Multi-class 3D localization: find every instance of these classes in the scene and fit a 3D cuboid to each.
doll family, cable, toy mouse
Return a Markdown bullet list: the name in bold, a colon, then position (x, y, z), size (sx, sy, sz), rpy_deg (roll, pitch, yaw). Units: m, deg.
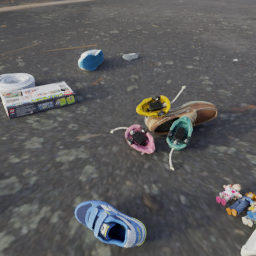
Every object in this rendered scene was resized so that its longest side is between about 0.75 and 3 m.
- **doll family**: position (2.689, 1.732, 6.259), size (0.820, 0.595, 1.321), rpy_deg (-25, 22, -25)
- **cable**: position (-4.702, -1.772, 11.627), size (1.639, 0.567, 1.639), rpy_deg (-17, 37, -27)
- **toy mouse**: position (0.913, 0.213, 8.210), size (2.649, 0.513, 2.355), rpy_deg (-19, 65, -4)

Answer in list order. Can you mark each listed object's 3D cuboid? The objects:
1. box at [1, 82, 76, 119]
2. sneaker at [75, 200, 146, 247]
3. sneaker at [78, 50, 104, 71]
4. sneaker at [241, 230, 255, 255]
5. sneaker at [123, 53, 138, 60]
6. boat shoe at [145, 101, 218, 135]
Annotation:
- **box**: position (-3.408, -1.121, 10.709), size (2.499, 0.434, 1.375), rpy_deg (-16, 36, -24)
- **sneaker**: position (-0.459, 1.891, 5.604), size (1.623, 0.600, 0.667), rpy_deg (12, 0, 27)
- **sneaker**: position (-1.981, -3.368, 14.015), size (0.870, 0.824, 2.155), rpy_deg (2, 25, 19)
- **sneaker**: position (3.102, 2.677, 4.430), size (1.225, 1.060, 2.827), rpy_deg (-29, 36, -23)
- **sneaker**: position (0.098, -3.879, 15.217), size (0.873, 0.333, 0.351), rpy_deg (-10, 23, -25)
- **boat shoe**: position (1.775, -0.220, 8.994), size (2.385, 0.903, 0.856), rpy_deg (-13, 37, -3)
